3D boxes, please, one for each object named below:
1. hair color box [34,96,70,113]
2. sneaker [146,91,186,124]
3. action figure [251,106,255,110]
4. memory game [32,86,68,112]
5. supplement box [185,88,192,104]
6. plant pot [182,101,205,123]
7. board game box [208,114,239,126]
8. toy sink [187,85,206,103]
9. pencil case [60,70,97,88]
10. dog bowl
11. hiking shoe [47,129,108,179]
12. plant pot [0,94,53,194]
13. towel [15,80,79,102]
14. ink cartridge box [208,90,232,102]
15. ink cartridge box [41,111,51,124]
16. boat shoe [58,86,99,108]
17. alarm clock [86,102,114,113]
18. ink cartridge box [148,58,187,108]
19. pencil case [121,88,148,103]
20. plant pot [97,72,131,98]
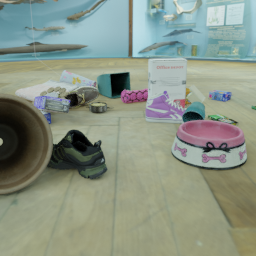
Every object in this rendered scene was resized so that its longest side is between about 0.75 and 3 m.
[{"bbox_3d":[-3.334,-1.015,12.138,1.042,0.618,1.906,9,1,-32],"label":"hair color box"},{"bbox_3d":[1.976,-0.932,12.246,2.379,1.356,0.862,1,17,-2],"label":"sneaker"},{"bbox_3d":[6.910,-1.046,14.231,1.210,0.331,0.715,0,21,11],"label":"action figure"},{"bbox_3d":[-3.928,-1.413,13.972,2.022,0.129,2.022,-12,43,11],"label":"memory game"},{"bbox_3d":[2.780,-2.009,16.334,0.799,0.773,2.323,-13,22,-32],"label":"supplement box"},{"bbox_3d":[2.586,-0.574,10.727,0.840,0.840,0.789,9,47,25],"label":"plant pot"},{"bbox_3d":[4.191,-0.352,12.398,0.702,0.157,1.340,-7,20,-14],"label":"board game box"},{"bbox_3d":[2.766,-1.328,11.691,0.791,0.443,0.516,47,38,-1],"label":"toy sink"},{"bbox_3d":[-3.161,-2.853,17.732,2.289,0.952,1.038,19,-7,5],"label":"pencil case"},{"bbox_3d":[2.586,0.428,8.938,2.367,0.873,2.367,1,19,0],"label":"dog bowl"},{"bbox_3d":[-1.617,0.556,7.984,2.433,1.225,0.921,11,21,29],"label":"hiking shoe"},{"bbox_3d":[-3.380,0.406,7.458,2.380,2.380,2.076,-10,2,-27],"label":"plant pot"},{"bbox_3d":[-4.585,-2.117,16.082,2.766,0.446,2.642,17,34,35],"label":"towel"},{"bbox_3d":[5.500,-1.883,16.460,1.232,0.470,0.841,18,26,38],"label":"ink cartridge box"},{"bbox_3d":[-4.590,-0.500,12.231,2.367,0.523,1.113,12,21,33],"label":"ink cartridge box"},{"bbox_3d":[-2.750,-1.531,14.658,2.788,1.002,0.830,-13,28,-24],"label":"boat shoe"},{"bbox_3d":[-1.340,-1.004,13.874,1.313,0.437,0.886,1,18,9],"label":"alarm clock"},{"bbox_3d":[1.995,-2.307,14.487,1.817,2.495,1.058,-3,19,-9],"label":"ink cartridge box"},{"bbox_3d":[0.478,-1.864,15.857,1.700,0.796,0.771,-10,26,-30],"label":"pencil case"},{"bbox_3d":[-1.041,-2.763,17.625,1.464,1.465,2.072,-13,18,-34],"label":"plant pot"}]
